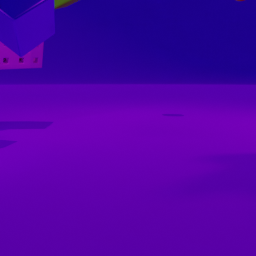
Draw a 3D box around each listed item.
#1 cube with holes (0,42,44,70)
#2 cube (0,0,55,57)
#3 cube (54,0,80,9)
[{"bbox_3d":[-2.931,-2.198,6.858,1.193,1.193,1.193,26,27,30],"label":"cube with holes"},{"bbox_3d":[-1.860,-1.946,4.758,0.868,0.868,0.868,-49,-8,-28],"label":"cube"},{"bbox_3d":[-1.449,-3.831,6.834,1.314,1.314,1.314,-19,24,13],"label":"cube"}]
